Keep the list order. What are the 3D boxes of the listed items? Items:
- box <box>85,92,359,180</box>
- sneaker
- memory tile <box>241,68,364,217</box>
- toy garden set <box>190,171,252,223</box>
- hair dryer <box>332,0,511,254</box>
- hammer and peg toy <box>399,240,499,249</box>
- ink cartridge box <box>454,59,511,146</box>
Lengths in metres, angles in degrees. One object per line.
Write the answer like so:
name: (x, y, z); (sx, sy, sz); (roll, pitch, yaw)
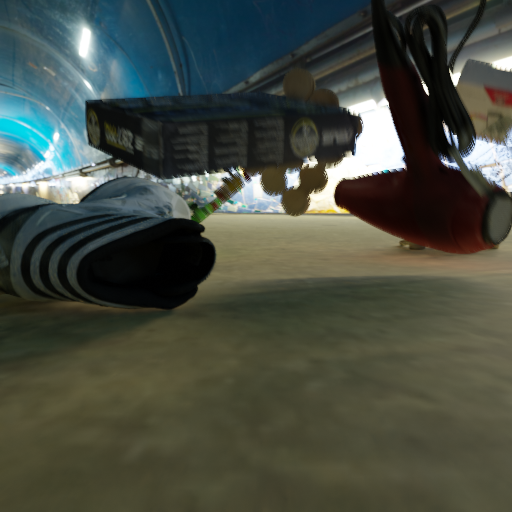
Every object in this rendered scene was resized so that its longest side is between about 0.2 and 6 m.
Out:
box: (-0.458, -1.661, 7.220); (2.820, 0.692, 2.273); (-13, 24, -33)
sneaker: (-0.961, -0.032, 5.061); (1.647, 1.080, 2.862); (13, 15, 19)
memory tile: (0.667, -1.758, 8.919); (1.543, 2.013, 0.169); (43, 32, 12)
toy garden set: (-0.864, -0.729, 8.499); (1.514, 0.362, 1.816); (-37, 6, 18)
hair dryer: (2.030, -1.334, 6.585); (1.018, 2.855, 3.748); (-32, -9, -28)
hammer and peg toy: (3.452, -0.458, 10.271); (1.742, 0.614, 1.281); (-1, 6, -13)
ink cartridge box: (3.936, -2.584, 9.542); (0.994, 0.577, 1.347); (21, -21, 26)
